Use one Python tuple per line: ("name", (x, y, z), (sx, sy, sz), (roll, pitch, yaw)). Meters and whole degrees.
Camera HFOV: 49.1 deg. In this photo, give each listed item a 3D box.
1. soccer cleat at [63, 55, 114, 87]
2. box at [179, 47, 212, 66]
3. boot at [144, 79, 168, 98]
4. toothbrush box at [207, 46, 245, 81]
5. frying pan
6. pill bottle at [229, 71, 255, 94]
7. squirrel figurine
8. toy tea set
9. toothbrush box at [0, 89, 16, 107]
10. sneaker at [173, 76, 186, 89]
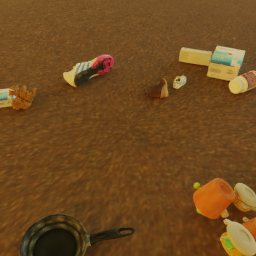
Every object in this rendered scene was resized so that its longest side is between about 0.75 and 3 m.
("soccer cleat", (-1.688, -2.597, 12.013), (1.057, 0.855, 2.449), (28, 48, 29))
("box", (3.144, -3.340, 13.071), (1.420, 0.583, 0.486), (14, 34, 14))
("boot", (1.102, -1.632, 11.221), (0.906, 0.394, 1.089), (1, 46, -6))
("toothbrush box", (4.354, -2.869, 12.408), (1.285, 0.748, 1.755), (17, 42, 18))
("frying pan", (-1.245, 2.482, 6.513), (2.463, 0.401, 1.490), (-21, 46, -25))
("pill bottle", (4.681, -1.824, 11.250), (1.185, 0.676, 0.676), (-23, 46, -25))
("squirrel figurine", (-3.999, -1.152, 10.381), (0.873, 0.662, 0.935), (20, 65, -25))
("toy tea set", (2.442, 2.422, 6.411), (1.676, 1.043, 2.818), (23, 34, -18))
("toothbrush box", (-4.652, -1.167, 10.757), (0.580, 0.338, 0.792), (-7, 40, -9))
("sneaker", (2.189, -1.984, 11.683), (0.342, 0.361, 0.893), (21, 44, 25))
